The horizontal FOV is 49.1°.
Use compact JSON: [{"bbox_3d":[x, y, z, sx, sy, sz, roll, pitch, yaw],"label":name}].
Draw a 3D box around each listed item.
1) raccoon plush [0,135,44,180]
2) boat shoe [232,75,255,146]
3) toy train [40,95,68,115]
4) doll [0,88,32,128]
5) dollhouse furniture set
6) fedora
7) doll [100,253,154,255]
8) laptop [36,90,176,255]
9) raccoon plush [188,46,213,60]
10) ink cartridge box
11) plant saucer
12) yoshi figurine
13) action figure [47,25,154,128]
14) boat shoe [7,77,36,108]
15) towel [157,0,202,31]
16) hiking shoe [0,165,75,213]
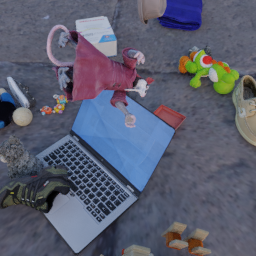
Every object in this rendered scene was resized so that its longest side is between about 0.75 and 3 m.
[{"bbox_3d":[-2.278,0.752,6.551,1.584,1.061,0.766,10,50,9],"label":"raccoon plush"},{"bbox_3d":[3.585,-0.548,8.042,0.868,0.782,2.406,2,49,2],"label":"boat shoe"},{"bbox_3d":[-2.250,-0.755,8.575,0.693,0.256,0.922,14,51,11],"label":"toy train"},{"bbox_3d":[-4.071,-0.531,8.118,2.674,0.648,1.825,8,44,7],"label":"doll"},{"bbox_3d":[0.685,2.714,5.103,1.743,0.908,1.762,20,43,-11],"label":"dollhouse furniture set"},{"bbox_3d":[0.493,-2.523,5.434,0.469,0.919,1.039,3,53,14],"label":"fedora"},{"bbox_3d":[0.231,2.944,5.249,1.795,0.435,1.225,16,46,14],"label":"doll"},{"bbox_3d":[-0.960,0.613,6.443,2.927,1.697,2.741,-36,57,-27],"label":"laptop"},{"bbox_3d":[2.590,-2.490,9.938,0.761,0.549,1.136,-11,50,1],"label":"raccoon plush"},{"bbox_3d":[-1.214,-3.405,10.551,1.252,0.733,1.732,-11,51,-10],"label":"ink cartridge box"},{"bbox_3d":[1.106,-0.214,8.172,0.876,0.161,0.875,30,55,24],"label":"plant saucer"},{"bbox_3d":[2.670,-1.723,9.140,1.161,1.166,2.074,15,18,-42],"label":"yoshi figurine"},{"bbox_3d":[-0.305,-0.707,3.987,1.549,1.037,1.153,5,22,-42],"label":"action figure"},{"bbox_3d":[-3.321,-1.162,8.797,0.471,0.497,1.422,-25,53,-30],"label":"boat shoe"},{"bbox_3d":[2.279,-5.073,12.156,1.832,0.615,2.481,13,50,3],"label":"towel"},{"bbox_3d":[-2.092,1.497,6.165,1.784,0.675,0.898,-25,65,2],"label":"hiking shoe"}]
